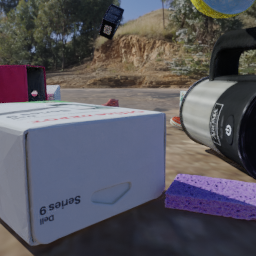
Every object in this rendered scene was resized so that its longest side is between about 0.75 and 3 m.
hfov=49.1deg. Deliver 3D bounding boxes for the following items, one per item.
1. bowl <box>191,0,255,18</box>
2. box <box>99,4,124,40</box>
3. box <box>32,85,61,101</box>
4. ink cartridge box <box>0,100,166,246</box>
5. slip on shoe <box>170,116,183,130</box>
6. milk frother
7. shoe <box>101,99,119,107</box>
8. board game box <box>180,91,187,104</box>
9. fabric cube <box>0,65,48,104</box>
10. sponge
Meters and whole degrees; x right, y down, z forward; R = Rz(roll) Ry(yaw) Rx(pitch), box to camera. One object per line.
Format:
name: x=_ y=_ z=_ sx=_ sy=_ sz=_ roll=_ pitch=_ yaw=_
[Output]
bowl: x=1.355 y=-2.199 z=4.368 sx=1.157 sy=1.157 sz=0.622 roll=-3 pitch=-2 yaw=-15
box: x=-0.668 y=-4.312 z=11.393 sx=0.596 sy=0.845 sz=1.142 roll=22 pitch=53 yaw=-5
box: x=-3.541 y=-1.068 z=11.167 sx=1.534 sy=1.008 sz=1.542 roll=-1 pitch=21 yaw=-6
ink cartridge box: x=-1.045 y=0.263 z=3.858 sx=1.927 sy=1.110 sz=2.641 roll=-10 pitch=14 yaw=-44
slip on shoe: x=2.218 y=-0.217 z=8.074 sx=2.104 sy=0.644 sz=0.779 roll=5 pitch=13 yaw=36
milk frother: x=2.629 y=-0.369 z=4.876 sx=2.620 sy=2.365 sz=2.465 roll=16 pitch=8 yaw=-11
shoe: x=-0.953 y=-1.301 z=14.716 sx=1.102 sy=0.501 sz=0.394 roll=6 pitch=11 yaw=31
board game box: x=3.919 y=-1.306 z=13.618 sx=2.084 sy=0.908 sz=2.825 roll=0 pitch=11 yaw=-5
fabric cube: x=-3.911 y=-1.063 z=9.235 sx=1.965 sy=1.934 sz=1.972 roll=-1 pitch=10 yaw=1
sponge: x=1.180 y=0.821 z=3.363 sx=1.337 sy=0.199 sz=0.746 roll=4 pitch=11 yaw=21
